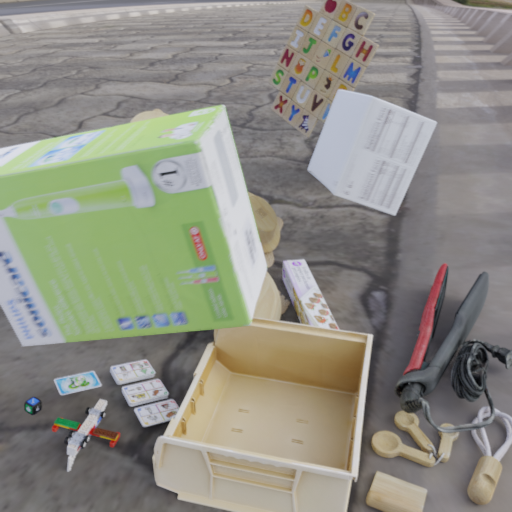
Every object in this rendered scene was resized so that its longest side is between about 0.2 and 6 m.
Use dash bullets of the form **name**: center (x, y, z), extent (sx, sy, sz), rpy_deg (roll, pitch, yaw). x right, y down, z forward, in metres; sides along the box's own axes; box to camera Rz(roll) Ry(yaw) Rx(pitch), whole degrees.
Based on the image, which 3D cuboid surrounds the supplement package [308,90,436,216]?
- **supplement package**: center (1.723, -1.706, 8.876), extent (1.061, 1.491, 1.914), rpy_deg (16, 17, -13)

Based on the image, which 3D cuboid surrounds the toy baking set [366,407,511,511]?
- **toy baking set**: center (2.441, 2.406, 6.269), extent (2.510, 0.292, 1.926), rpy_deg (0, 31, 1)

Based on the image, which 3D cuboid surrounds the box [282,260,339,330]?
- **box**: center (0.833, 0.748, 8.949), extent (0.397, 0.425, 2.052), rpy_deg (-5, 32, -9)

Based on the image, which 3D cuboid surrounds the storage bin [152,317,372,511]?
- **storage bin**: center (0.156, 1.802, 6.586), extent (2.151, 1.016, 2.167), rpy_deg (8, 32, 11)

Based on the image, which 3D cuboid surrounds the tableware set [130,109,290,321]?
- **tableware set**: center (-0.880, -0.513, 8.843), extent (3.842, 0.446, 3.209), rpy_deg (36, 43, -19)

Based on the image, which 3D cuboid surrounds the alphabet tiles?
- **alphabet tiles**: center (1.281, -3.907, 11.480), extent (0.084, 2.655, 2.210), rpy_deg (2, 36, -45)

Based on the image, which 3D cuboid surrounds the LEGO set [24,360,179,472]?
- **LEGO set**: center (-1.971, 1.962, 7.126), extent (1.716, 0.421, 1.282), rpy_deg (-7, 29, -33)

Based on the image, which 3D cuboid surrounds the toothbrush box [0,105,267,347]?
- **toothbrush box**: center (-1.417, -0.242, 5.728), extent (2.648, 1.928, 1.140), rpy_deg (-8, 28, 14)

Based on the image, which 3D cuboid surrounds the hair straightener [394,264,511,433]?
- **hair straightener**: center (2.904, 1.183, 7.743), extent (1.399, 0.744, 3.635), rpy_deg (11, 27, 24)
